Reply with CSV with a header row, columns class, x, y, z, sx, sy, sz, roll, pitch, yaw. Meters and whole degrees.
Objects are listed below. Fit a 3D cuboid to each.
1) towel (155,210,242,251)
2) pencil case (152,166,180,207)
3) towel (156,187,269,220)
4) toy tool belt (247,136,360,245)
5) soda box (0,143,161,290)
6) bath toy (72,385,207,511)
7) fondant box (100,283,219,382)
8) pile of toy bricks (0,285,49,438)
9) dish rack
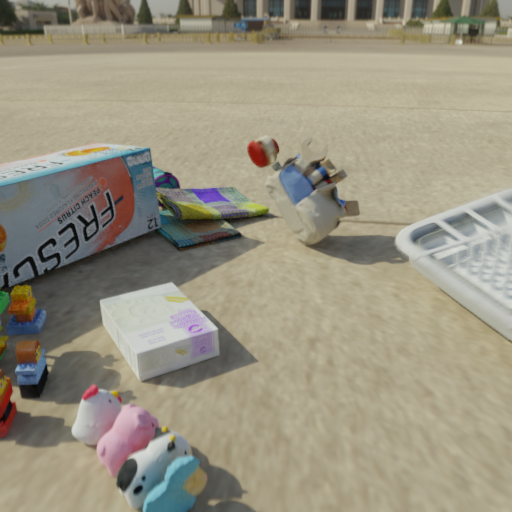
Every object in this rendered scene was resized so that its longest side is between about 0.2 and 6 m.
class,x,y,z,sx,sy,sz,roll,pitch,yaw
towel,-1.255,-0.599,10.716,1.317,0.195,1.796,-15,29,-27
pencil case,-2.387,-1.644,12.303,0.816,0.751,1.765,10,12,-42
towel,-0.947,-1.094,11.320,2.090,0.238,1.501,-4,26,-30
toy tool belt,0.888,-1.335,9.828,1.296,2.108,1.316,-34,6,-21
soda box,-3.877,-0.577,8.928,1.669,1.552,4.880,13,28,37
bath toy,-1.155,1.712,5.218,0.712,0.605,1.637,-21,31,-38
fondant box,-1.258,0.910,7.162,1.051,0.424,1.457,-14,29,-28
pile of toy bricks,-3.216,0.732,6.375,1.569,1.396,2.828,-3,25,-6
dish rack,3.866,0.141,7.719,2.820,0.715,3.286,-19,29,-12
